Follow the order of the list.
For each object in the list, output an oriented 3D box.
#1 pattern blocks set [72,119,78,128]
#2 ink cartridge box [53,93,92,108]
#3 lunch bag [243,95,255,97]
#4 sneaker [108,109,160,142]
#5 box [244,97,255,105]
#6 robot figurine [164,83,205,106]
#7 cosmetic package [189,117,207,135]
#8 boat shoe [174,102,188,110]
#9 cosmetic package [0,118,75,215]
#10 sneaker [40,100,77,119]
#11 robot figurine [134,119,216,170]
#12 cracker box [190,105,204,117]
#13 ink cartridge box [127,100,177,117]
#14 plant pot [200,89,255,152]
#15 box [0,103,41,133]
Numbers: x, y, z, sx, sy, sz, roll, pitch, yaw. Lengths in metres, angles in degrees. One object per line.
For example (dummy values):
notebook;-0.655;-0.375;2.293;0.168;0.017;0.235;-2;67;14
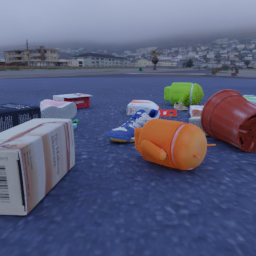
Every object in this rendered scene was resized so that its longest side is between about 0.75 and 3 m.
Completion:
pattern blocks set;-3.173;-0.196;11.082;2.392;0.194;2.103;-2;13;-11
ink cartridge box;-2.967;-1.439;15.306;1.707;0.716;1.498;-12;18;-42
lunch bag;4.747;-0.752;11.308;1.364;1.162;0.832;-1;5;-4
sneaker;0.215;-0.125;9.094;2.167;0.955;0.816;-13;20;-42
box;5.222;-0.356;9.517;2.573;1.244;2.271;-1;11;-9
robot figurine;3.286;-1.960;16.265;2.294;1.327;2.013;5;14;19
cosmetic package;2.710;-0.081;9.446;1.169;0.604;0.510;2;12;29
boat shoe;2.782;-1.163;14.876;0.420;0.377;1.135;-6;14;-24
cosmetic package;-1.887;0.588;5.442;1.002;1.187;2.297;0;14;8
sneaker;-2.988;-0.532;10.389;1.201;0.865;2.298;7;16;20
robot figurine;1.007;0.378;6.605;1.898;1.107;1.365;10;-17;41
cracker box;3.414;-0.753;12.983;0.986;0.424;1.471;2;14;8
ink cartridge box;1.228;-0.996;13.765;2.334;0.585;1.893;0;13;10
plant pot;3.238;-0.159;8.193;1.634;1.634;1.589;-3;21;-14
box;-3.953;-0.089;8.578;1.548;1.091;2.092;9;16;36
